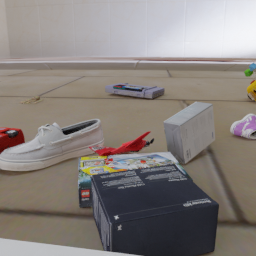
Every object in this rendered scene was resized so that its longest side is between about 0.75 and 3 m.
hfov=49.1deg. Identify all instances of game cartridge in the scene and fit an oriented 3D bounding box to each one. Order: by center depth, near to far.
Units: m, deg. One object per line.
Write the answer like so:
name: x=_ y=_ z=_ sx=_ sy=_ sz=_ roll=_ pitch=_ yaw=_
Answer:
game cartridge: x=0.314 y=-1.773 z=12.944 sx=2.389 sy=0.459 sz=1.549 roll=11 pitch=14 yaw=25

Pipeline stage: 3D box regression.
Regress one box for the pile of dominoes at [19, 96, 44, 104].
pile of dominoes: x=-4.007 y=-1.165 z=11.610 sx=0.760 sy=0.155 sz=0.974 roll=3 pitch=17 yaw=9

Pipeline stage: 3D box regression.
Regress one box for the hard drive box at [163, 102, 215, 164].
hard drive box: x=1.340 y=0.076 z=5.953 sx=1.158 sy=0.903 sz=0.445 roll=-29 pitch=29 yaw=-34

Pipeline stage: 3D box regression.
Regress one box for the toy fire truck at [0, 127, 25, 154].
toy fire truck: x=-3.445 y=0.502 z=5.504 sx=1.681 sy=0.581 sz=2.384 roll=6 pitch=18 yaw=19

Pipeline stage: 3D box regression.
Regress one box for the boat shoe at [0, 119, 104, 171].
boat shoe: x=-1.519 y=0.274 z=5.877 sx=2.315 sy=0.793 sz=0.833 roll=-10 pitch=20 yaw=-30

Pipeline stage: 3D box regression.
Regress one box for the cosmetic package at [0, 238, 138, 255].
cosmetic package: x=-0.927 y=1.356 z=1.802 sx=2.786 sy=1.150 sz=0.706 roll=3 pitch=18 yaw=9

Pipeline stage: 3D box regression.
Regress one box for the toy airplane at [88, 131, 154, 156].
toy airplane: x=-0.095 y=0.398 z=5.653 sx=1.420 sy=0.261 sz=1.420 roll=-13 pitch=-13 yaw=-3

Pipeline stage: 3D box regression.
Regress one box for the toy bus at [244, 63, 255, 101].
toy bus: x=5.370 y=-1.554 z=11.423 sx=0.945 sy=1.830 sz=1.726 roll=-38 pitch=38 yaw=-14

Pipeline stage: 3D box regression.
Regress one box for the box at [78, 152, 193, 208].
box: x=0.048 y=0.832 z=4.843 sx=1.792 sy=0.338 sz=1.224 roll=-3 pitch=17 yaw=-8

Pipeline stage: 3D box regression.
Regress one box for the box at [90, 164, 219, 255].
box: x=0.256 y=1.052 z=3.572 sx=1.288 sy=0.671 sz=1.173 roll=-5 pitch=16 yaw=-15

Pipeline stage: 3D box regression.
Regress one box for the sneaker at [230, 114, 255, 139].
sneaker: x=3.349 y=0.007 z=7.487 sx=1.235 sy=0.447 sz=0.704 roll=-24 pitch=34 yaw=-38
